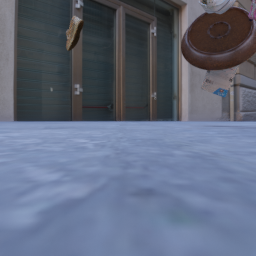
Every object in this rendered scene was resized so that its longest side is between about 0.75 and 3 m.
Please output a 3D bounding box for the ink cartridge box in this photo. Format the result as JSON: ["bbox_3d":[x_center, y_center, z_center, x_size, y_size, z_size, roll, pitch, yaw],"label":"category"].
[{"bbox_3d":[3.833,-2.331,11.452,1.094,1.888,0.630,23,41,14],"label":"ink cartridge box"}]

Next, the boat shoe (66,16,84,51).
[{"bbox_3d":[-2.196,-3.737,11.115,0.456,1.414,0.504,36,35,5],"label":"boat shoe"}]

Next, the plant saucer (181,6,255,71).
[{"bbox_3d":[3.299,-3.368,10.063,2.906,2.906,0.500,1,-27,24],"label":"plant saucer"}]

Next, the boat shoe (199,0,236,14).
[{"bbox_3d":[1.817,-2.644,5.869,0.383,0.422,1.146,27,5,-17],"label":"boat shoe"}]

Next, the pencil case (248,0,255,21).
[{"bbox_3d":[3.243,-3.419,5.904,0.941,2.273,0.983,-6,28,-14],"label":"pencil case"}]
